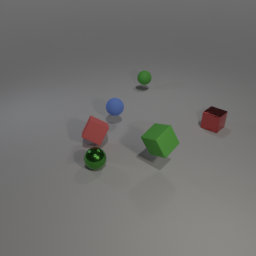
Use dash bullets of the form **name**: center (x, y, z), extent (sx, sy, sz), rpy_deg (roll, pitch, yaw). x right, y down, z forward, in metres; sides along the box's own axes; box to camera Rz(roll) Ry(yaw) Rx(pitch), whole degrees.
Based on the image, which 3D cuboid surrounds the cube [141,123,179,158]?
- **cube**: center (0.951, 0.360, 8.269), extent (0.700, 0.700, 0.700), rpy_deg (-43, 29, -25)

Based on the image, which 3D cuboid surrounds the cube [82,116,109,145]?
- **cube**: center (-1.122, 0.074, 9.597), extent (0.700, 0.700, 0.700), rpy_deg (25, 8, -12)

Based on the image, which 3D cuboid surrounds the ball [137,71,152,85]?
- **ball**: center (0.813, -2.487, 13.859), extent (0.700, 0.700, 0.700), rpy_deg (0, 31, 0)

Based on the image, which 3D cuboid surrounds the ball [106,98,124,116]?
- **ball**: center (-0.508, -0.821, 10.866), extent (0.700, 0.700, 0.700), rpy_deg (0, 31, 0)

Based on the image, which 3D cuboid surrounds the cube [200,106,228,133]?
- **cube**: center (3.316, -0.332, 10.811), extent (0.700, 0.700, 0.700), rpy_deg (25, 38, 35)

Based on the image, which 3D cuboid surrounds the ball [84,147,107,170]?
- **ball**: center (-1.014, 0.939, 8.673), extent (0.700, 0.700, 0.700), rpy_deg (0, 31, 0)
